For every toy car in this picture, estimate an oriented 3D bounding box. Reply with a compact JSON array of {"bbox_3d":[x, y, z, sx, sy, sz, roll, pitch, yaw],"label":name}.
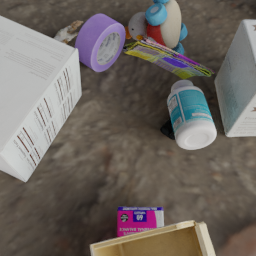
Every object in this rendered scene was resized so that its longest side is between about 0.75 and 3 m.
[{"bbox_3d":[0.628,-3.059,8.694,1.903,1.754,1.683,-4,57,31],"label":"toy car"}]

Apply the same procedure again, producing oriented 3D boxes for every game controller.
[{"bbox_3d":[1.381,-0.143,7.678,0.558,0.225,1.070,33,65,32],"label":"game controller"}]

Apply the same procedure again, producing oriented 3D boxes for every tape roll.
[{"bbox_3d":[-0.788,-2.447,8.145,0.646,1.520,1.520,36,67,18],"label":"tape roll"}]

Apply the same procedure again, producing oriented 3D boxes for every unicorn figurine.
[{"bbox_3d":[-2.223,-2.621,8.684,1.368,0.735,1.991,2,36,35],"label":"unicorn figurine"}]

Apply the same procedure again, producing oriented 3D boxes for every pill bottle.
[{"bbox_3d":[1.536,-0.401,7.051,0.964,0.964,1.741,-4,53,-2],"label":"pill bottle"}]

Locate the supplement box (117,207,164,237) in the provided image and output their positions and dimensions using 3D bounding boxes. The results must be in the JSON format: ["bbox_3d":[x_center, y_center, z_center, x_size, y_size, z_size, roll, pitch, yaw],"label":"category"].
[{"bbox_3d":[0.255,2.643,5.704,0.958,0.978,1.892,-1,63,0],"label":"supplement box"}]

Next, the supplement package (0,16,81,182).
[{"bbox_3d":[-3.053,-0.768,6.765,2.773,2.133,2.900,24,64,6],"label":"supplement package"}]

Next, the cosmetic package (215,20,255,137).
[{"bbox_3d":[3.537,-1.130,6.955,1.959,2.341,1.947,0,61,0],"label":"cosmetic package"}]

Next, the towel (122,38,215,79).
[{"bbox_3d":[0.940,-1.698,7.092,2.105,1.512,0.240,19,91,-21],"label":"towel"}]

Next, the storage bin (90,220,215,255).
[{"bbox_3d":[0.505,2.522,4.300,1.799,0.849,1.812,-24,66,26],"label":"storage bin"}]
